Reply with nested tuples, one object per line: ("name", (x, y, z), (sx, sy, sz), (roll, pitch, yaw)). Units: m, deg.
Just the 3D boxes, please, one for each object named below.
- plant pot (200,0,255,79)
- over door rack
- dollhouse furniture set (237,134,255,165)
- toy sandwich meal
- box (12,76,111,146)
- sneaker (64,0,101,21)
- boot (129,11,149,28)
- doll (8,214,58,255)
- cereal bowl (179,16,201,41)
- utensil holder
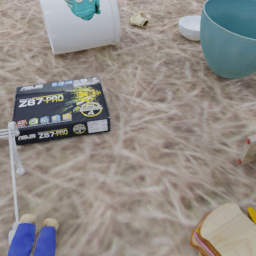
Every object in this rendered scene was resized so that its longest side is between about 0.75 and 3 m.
("plant pot", (3.371, -2.617, 8.652), (2.684, 1.808, 2.684), (4, 48, -5))
("over door rack", (-3.138, 1.224, 5.601), (1.950, 0.879, 2.639), (-10, 59, -10))
("dollhouse furniture set", (3.584, 0.229, 5.386), (1.683, 2.401, 1.692), (-18, 47, -17))
("toy sandwich meal", (2.028, 2.102, 4.721), (1.851, 0.634, 1.851), (0, 44, 0))
("box", (-1.767, -0.522, 7.474), (2.367, 0.581, 1.908), (-9, 42, -8))
("sneaker", (-1.140, -3.130, 6.679), (1.079, 1.109, 2.784), (-16, 23, 5))
("boot", (0.582, -4.562, 11.799), (0.739, 0.346, 0.951), (25, 51, 24))
("doll", (-1.556, 2.433, 4.438), (1.352, 0.480, 1.982), (18, 46, -16))
("cereal bowl", (2.641, -3.806, 10.852), (1.398, 0.582, 1.398), (0, 45, 0))
("utensil holder", (-1.666, -3.713, 9.790), (2.356, 2.002, 2.002), (-17, 47, -13))
